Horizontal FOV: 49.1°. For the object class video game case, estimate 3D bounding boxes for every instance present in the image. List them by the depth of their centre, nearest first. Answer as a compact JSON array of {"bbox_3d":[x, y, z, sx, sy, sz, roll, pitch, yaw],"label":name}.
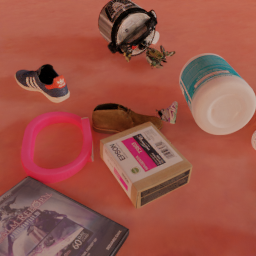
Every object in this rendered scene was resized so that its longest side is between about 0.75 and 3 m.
[{"bbox_3d":[-1.711,2.158,5.628,2.881,0.273,2.058,21,36,21],"label":"video game case"}]

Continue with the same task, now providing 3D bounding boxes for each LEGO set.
[{"bbox_3d":[0.800,-2.836,11.201,2.251,0.638,1.462,8,51,-11],"label":"LEGO set"}]

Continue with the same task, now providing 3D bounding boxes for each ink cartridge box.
[{"bbox_3d":[0.396,0.827,7.047,1.569,0.715,1.905,-20,46,-23],"label":"ink cartridge box"}]

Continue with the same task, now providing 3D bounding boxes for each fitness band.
[{"bbox_3d":[-1.930,0.397,7.719,1.886,0.491,2.626,-7,40,-7],"label":"fitness band"}]

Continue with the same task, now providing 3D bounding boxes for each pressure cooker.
[{"bbox_3d":[0.043,-4.199,11.798,2.073,2.041,2.321,-4,40,-31],"label":"pressure cooker"}]

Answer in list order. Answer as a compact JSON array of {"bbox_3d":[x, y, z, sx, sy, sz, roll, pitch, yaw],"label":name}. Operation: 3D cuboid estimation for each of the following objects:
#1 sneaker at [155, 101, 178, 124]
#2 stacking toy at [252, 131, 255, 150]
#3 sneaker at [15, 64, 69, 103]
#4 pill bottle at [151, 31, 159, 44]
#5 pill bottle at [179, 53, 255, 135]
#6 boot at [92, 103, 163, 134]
[{"bbox_3d":[1.215,-0.554,8.880,0.674,0.375,0.964,8,40,9],"label":"sneaker"},{"bbox_3d":[4.625,-0.254,7.832,2.951,2.156,2.156,-36,50,-9],"label":"stacking toy"},{"bbox_3d":[-3.066,-1.823,9.809,2.506,1.059,0.939,23,46,25],"label":"sneaker"},{"bbox_3d":[0.895,-4.356,13.051,0.594,0.594,1.057,-32,51,-31],"label":"pill bottle"},{"bbox_3d":[2.502,-1.235,8.481,1.658,1.658,2.992,-1,34,-1],"label":"pill bottle"},{"bbox_3d":[-0.010,-0.268,8.242,2.139,0.807,0.787,2,39,0],"label":"boot"}]
